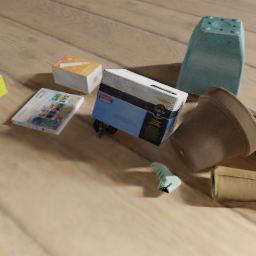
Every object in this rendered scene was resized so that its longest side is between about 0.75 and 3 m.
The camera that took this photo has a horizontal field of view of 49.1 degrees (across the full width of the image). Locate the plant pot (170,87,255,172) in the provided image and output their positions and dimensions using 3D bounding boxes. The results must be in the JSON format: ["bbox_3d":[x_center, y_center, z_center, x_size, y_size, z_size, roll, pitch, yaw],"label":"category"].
[{"bbox_3d":[2.569,0.242,8.990,2.139,2.452,2.452,-33,50,-6],"label":"plant pot"}]

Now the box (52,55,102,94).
[{"bbox_3d":[-2.266,-2.441,12.609,1.885,0.919,1.173,20,47,19],"label":"box"}]

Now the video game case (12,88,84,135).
[{"bbox_3d":[-3.174,-0.742,11.324,2.027,0.264,2.227,14,45,13],"label":"video game case"}]

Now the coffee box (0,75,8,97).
[{"bbox_3d":[-5.887,-1.819,11.964,0.905,0.914,0.915,30,51,28],"label":"coffee box"}]

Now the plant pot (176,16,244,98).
[{"bbox_3d":[3.732,-3.222,12.140,2.664,2.721,2.671,11,45,12],"label":"plant pot"}]

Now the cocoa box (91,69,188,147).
[{"bbox_3d":[0.419,-0.785,9.752,2.672,1.753,1.782,24,18,17],"label":"cocoa box"}]

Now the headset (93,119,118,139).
[{"bbox_3d":[-0.842,-0.137,10.349,0.954,0.726,1.545,7,33,7],"label":"headset"}]

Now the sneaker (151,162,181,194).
[{"bbox_3d":[1.021,1.545,8.695,1.106,0.407,0.652,37,55,25],"label":"sneaker"}]

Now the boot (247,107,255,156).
[{"bbox_3d":[4.113,-0.141,10.162,2.767,1.004,2.516,35,40,23],"label":"boot"}]

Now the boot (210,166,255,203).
[{"bbox_3d":[3.803,1.429,8.695,2.369,0.783,2.075,6,44,8],"label":"boot"}]
